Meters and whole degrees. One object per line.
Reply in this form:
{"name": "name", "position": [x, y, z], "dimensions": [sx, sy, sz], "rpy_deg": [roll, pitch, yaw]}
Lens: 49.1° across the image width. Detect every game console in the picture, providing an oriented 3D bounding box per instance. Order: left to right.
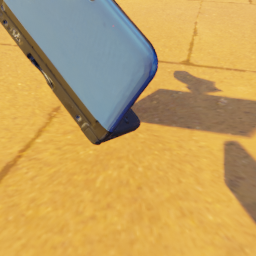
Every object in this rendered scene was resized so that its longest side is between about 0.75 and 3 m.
{"name": "game console", "position": [-0.590, -1.316, 4.080], "dimensions": [2.754, 1.629, 2.350], "rpy_deg": [52, 23, 8]}
